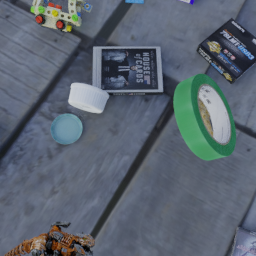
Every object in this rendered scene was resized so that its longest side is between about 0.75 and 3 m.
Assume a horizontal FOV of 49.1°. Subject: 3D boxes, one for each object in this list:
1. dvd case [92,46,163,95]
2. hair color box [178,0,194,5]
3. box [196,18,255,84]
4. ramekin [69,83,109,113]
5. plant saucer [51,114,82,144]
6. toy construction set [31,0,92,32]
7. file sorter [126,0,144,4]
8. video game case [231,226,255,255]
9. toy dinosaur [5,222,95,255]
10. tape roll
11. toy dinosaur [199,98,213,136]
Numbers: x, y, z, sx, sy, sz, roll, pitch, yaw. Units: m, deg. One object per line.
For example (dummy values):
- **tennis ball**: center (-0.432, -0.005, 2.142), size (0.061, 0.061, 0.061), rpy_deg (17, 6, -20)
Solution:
- **dvd case**: center (-0.026, -2.375, 11.587), size (2.863, 0.354, 2.152), rpy_deg (-1, 72, -1)
- **hair color box**: center (2.820, -6.526, 12.748), size (0.901, 0.534, 1.648), rpy_deg (21, 77, 7)
- **box**: center (4.394, -3.292, 11.819), size (2.130, 0.533, 2.146), rpy_deg (-40, 78, -10)
- **ramekin**: center (-1.530, -1.105, 10.707), size (1.500, 1.500, 0.731), rpy_deg (15, 82, 4)
- **plant saucer**: center (-2.405, 0.046, 11.024), size (1.246, 0.171, 1.246), rpy_deg (0, 74, -1)
- **toy construction set**: center (-2.994, -5.129, 11.938), size (2.817, 1.298, 1.847), rpy_deg (16, 98, 12)
- **file sorter**: center (0.322, -6.037, 12.615), size (0.826, 0.506, 0.573), rpy_deg (5, 73, 2)
- **video game case**: center (4.308, 4.736, 9.649), size (1.559, 0.207, 2.182), rpy_deg (18, 76, 5)
- **toy dinosaur**: center (-2.044, 3.355, 7.313), size (2.516, 1.285, 1.707), rpy_deg (-18, 66, 36)
- **tape roll**: center (2.477, -0.352, 8.819), size (2.687, 0.646, 2.687), rpy_deg (22, 58, -40)
- **toy dinosaur**: center (2.821, -0.603, 10.954), size (1.186, 0.682, 2.345), rpy_deg (-11, 74, -4)
